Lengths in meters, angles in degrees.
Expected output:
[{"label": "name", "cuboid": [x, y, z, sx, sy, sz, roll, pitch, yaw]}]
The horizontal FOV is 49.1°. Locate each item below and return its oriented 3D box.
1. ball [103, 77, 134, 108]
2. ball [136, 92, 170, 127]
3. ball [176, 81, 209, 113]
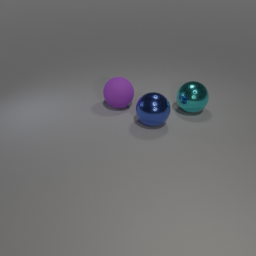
[{"label": "ball", "cuboid": [-0.421, -1.610, 12.696, 1.400, 1.400, 1.400, 0, 32, 0]}, {"label": "ball", "cuboid": [1.019, -0.756, 11.384, 1.400, 1.400, 1.400, 0, 32, 0]}, {"label": "ball", "cuboid": [2.836, -1.358, 12.326, 1.400, 1.400, 1.400, 0, 32, 0]}]
